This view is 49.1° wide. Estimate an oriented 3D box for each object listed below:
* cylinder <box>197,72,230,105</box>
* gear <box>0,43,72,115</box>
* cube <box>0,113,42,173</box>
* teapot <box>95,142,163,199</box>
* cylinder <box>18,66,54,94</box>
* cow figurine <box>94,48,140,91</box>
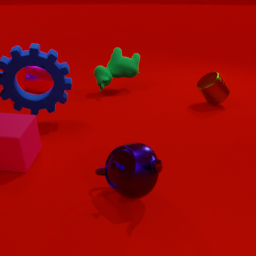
[{"bbox_3d":[2.918,-1.353,9.597,0.833,0.833,0.833,-34,28,21],"label":"cylinder"},{"bbox_3d":[-2.575,-1.290,7.742,1.974,1.974,0.365,-4,36,-9],"label":"gear"},{"bbox_3d":[-2.623,0.312,6.294,0.951,0.951,0.951,4,33,4],"label":"cube"},{"bbox_3d":[0.051,0.737,5.073,1.702,1.059,0.834,-15,-23,40],"label":"teapot"},{"bbox_3d":[-3.269,-1.817,10.174,1.144,1.144,1.144,7,19,-33],"label":"cylinder"},{"bbox_3d":[-0.411,-2.150,10.719,1.723,1.696,0.946,12,-13,-13],"label":"cow figurine"}]
